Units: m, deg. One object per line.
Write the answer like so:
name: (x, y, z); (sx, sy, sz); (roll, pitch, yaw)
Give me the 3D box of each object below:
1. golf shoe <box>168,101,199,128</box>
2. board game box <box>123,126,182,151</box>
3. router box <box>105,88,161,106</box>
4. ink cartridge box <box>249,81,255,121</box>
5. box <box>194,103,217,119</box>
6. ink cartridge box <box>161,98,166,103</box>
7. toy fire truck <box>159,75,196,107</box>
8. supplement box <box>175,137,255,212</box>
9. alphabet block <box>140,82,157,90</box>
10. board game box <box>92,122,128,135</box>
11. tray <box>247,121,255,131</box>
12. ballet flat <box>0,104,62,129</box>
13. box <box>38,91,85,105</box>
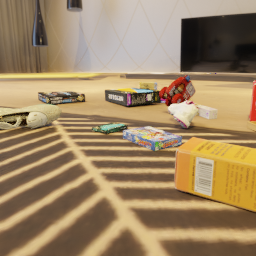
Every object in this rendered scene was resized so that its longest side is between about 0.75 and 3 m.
golf shoe: (1.920, -0.588, 9.626); (0.694, 0.843, 1.842); (39, 10, -15)
board game box: (0.637, 0.253, 7.652); (0.952, 0.242, 1.406); (-9, 17, -33)
router box: (0.189, -1.636, 14.305); (1.913, 0.655, 2.565); (-9, 14, -28)
ink cartridge box: (5.375, -0.998, 10.218); (2.458, 1.428, 0.827); (-2, 15, -12)
box: (2.923, -0.718, 11.316); (0.355, 0.381, 1.836); (-5, 16, -17)
ink cartridge box: (2.489, -1.699, 15.180); (1.356, 0.477, 2.272); (4, 16, 18)
toy fire truck: (2.100, -1.437, 11.330); (0.882, 1.321, 1.573); (35, -5, 38)
supplement box: (1.993, 0.787, 4.341); (2.439, 0.839, 0.811); (12, 20, 32)
alphabet block: (1.157, -2.177, 15.897); (0.873, 0.857, 0.853); (3, 6, 16)
board game box: (-0.575, 0.000, 8.907); (0.665, 0.138, 0.983); (11, 18, 38)
tray: (4.279, 0.030, 8.618); (0.614, 0.231, 1.245); (-2, 15, -8)
ballet flat: (-3.388, -0.258, 9.139); (2.422, 0.817, 0.755); (-5, 42, -5)
box: (-3.537, -1.635, 14.850); (1.944, 0.487, 1.959); (-10, 17, -31)
